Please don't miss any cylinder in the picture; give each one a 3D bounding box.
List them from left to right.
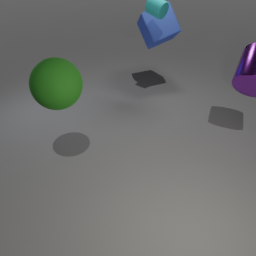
[{"bbox_3d":[1.146,-4.787,11.124,0.700,0.700,0.700,36,45,20],"label":"cylinder"},{"bbox_3d":[4.486,-1.984,9.655,1.400,1.400,1.400,18,74,26],"label":"cylinder"}]

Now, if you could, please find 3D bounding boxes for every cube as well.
[{"bbox_3d":[1.390,-4.678,12.917,1.400,1.400,1.400,-25,6,-4],"label":"cube"}]

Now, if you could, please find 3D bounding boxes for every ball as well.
[{"bbox_3d":[-1.922,-1.179,7.520,1.400,1.400,1.400,0,32,0],"label":"ball"}]
